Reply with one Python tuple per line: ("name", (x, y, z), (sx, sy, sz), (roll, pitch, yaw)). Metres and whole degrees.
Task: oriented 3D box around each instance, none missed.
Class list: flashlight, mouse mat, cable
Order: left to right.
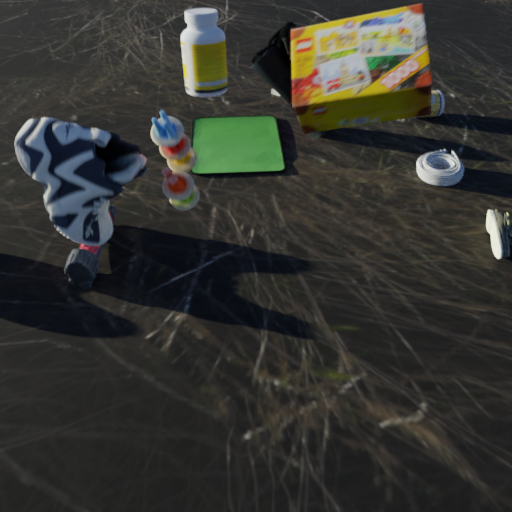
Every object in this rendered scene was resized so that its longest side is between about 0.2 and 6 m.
("flashlight", (-3.439, -0.359, 11.568), (0.749, 0.751, 2.211), (21, 34, -15))
("mouse mat", (-0.546, -3.076, 15.310), (2.513, 0.118, 3.123), (-2, 42, -2))
("cable", (4.593, -2.187, 14.038), (1.159, 0.401, 1.158), (-7, 43, -7))

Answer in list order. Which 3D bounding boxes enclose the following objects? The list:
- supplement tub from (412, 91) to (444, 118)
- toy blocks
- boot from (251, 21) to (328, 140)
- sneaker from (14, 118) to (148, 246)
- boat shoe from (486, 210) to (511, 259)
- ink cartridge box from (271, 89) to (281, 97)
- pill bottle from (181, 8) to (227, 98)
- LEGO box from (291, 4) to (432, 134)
("supplement tub", (4.886, -4.434, 16.393), (1.019, 0.741, 0.741), (-6, 41, -7))
("toy blocks", (-1.289, -1.484, 8.704), (0.524, 1.442, 1.202), (-7, 74, 4))
("boot", (1.473, -4.344, 12.711), (2.823, 2.372, 1.078), (-45, 15, -19))
("sneaker", (-2.406, -1.056, 8.877), (1.701, 2.613, 1.043), (3, 48, 15))
("boat shoe", (5.245, -0.481, 11.917), (0.465, 0.557, 1.557), (3, 37, 11))
("ink cartridge box", (0.972, -5.264, 17.806), (0.668, 0.169, 0.758), (26, 47, 29))
("pill bottle", (-0.838, -3.262, 9.019), (0.709, 1.266, 0.709), (-1, 33, 1))
("LEGO box", (1.943, -3.451, 10.451), (2.432, 0.939, 1.811), (-6, 69, 15))
